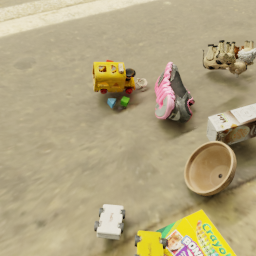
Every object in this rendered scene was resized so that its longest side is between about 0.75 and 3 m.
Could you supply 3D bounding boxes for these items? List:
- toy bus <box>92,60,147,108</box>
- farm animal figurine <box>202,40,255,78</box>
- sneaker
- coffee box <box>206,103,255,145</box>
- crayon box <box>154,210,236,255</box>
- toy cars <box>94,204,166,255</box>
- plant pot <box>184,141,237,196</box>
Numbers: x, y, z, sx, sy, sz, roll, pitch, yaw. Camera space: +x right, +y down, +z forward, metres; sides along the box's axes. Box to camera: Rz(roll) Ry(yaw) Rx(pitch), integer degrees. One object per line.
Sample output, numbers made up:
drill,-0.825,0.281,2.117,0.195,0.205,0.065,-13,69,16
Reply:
toy bus,-0.348,-1.708,9.209,1.657,0.907,1.756,37,61,9
farm animal figurine,3.597,-2.255,9.377,1.824,1.136,2.259,3,11,-2
sneaker,1.576,-1.127,9.171,1.223,1.013,2.565,18,48,-12
coffee box,2.984,-0.047,7.785,1.428,0.817,0.569,-17,49,-3
crayon box,1.374,2.699,5.723,1.432,0.484,1.660,-20,44,-15
toy cars,0.006,2.336,5.773,1.084,0.535,2.417,-6,16,-38
plant pot,2.154,1.081,7.002,0.648,1.405,1.405,33,40,-29
